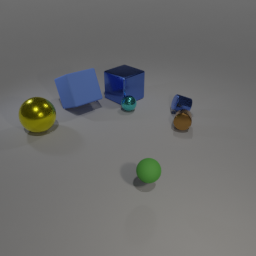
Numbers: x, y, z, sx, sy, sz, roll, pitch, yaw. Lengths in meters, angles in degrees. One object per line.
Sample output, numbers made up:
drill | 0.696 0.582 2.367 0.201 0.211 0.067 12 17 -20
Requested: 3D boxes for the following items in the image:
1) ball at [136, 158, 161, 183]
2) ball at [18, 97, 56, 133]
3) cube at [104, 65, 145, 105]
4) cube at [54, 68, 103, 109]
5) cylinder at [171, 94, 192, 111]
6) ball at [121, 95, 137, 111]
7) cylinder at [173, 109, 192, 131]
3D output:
ball | 0.576 1.181 7.774 0.700 0.700 0.700 0 31 0
ball | -3.506 -0.511 10.877 1.400 1.400 1.400 0 31 0
cube | -0.173 -2.089 13.500 1.400 1.400 1.400 27 40 37
cube | -2.215 -1.747 12.499 1.400 1.400 1.400 -22 12 -33
cylinder | 2.355 -1.058 12.294 0.700 0.700 0.700 16 29 -11
ball | 0.040 -1.108 12.540 0.700 0.700 0.700 0 31 0
cylinder | 2.186 -0.335 11.148 0.700 0.700 0.700 7 20 12
